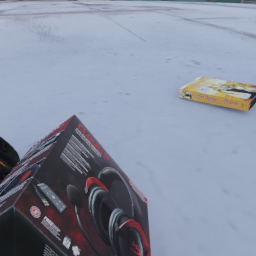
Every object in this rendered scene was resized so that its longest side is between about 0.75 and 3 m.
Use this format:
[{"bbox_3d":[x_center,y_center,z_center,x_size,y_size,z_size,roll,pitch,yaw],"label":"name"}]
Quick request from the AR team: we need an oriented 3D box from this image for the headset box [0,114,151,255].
[{"bbox_3d":[-0.584,1.020,3.399,0.913,1.809,2.433,-35,15,13],"label":"headset box"}]

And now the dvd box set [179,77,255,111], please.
[{"bbox_3d":[3.030,-1.176,9.114,2.259,0.332,1.653,17,32,34],"label":"dvd box set"}]

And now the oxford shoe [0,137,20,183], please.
[{"bbox_3d":[-2.437,1.003,4.628,1.164,1.002,2.757,-46,23,-5],"label":"oxford shoe"}]
